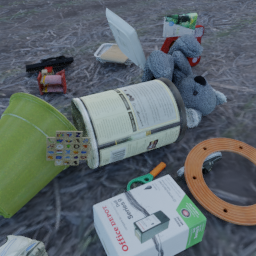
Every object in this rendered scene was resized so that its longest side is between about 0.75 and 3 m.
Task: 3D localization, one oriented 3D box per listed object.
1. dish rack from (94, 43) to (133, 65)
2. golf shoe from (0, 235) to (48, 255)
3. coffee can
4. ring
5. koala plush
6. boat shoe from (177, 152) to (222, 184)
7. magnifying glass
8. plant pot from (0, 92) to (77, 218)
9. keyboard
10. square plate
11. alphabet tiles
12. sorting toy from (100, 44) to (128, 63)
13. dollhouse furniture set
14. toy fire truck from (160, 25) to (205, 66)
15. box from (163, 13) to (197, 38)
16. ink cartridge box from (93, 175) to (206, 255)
[{"bbox_3d":[-0.516,-3.928,14.987,2.265,0.493,1.944,8,40,10],"label":"dish rack"},{"bbox_3d":[-2.825,3.182,5.531,1.241,1.000,2.553,14,28,25],"label":"golf shoe"},{"bbox_3d":[-0.024,-0.204,8.771,2.995,2.192,2.192,-16,41,-19],"label":"coffee can"},{"bbox_3d":[2.959,1.420,7.926,2.783,0.267,2.783,3,49,-4],"label":"ring"},{"bbox_3d":[2.228,-1.517,10.815,2.579,2.673,2.908,-37,71,-30],"label":"koala plush"},{"bbox_3d":[2.234,1.193,8.434,1.640,0.563,0.464,-21,61,-22],"label":"boat shoe"},{"bbox_3d":[0.589,1.503,8.271,0.629,0.177,1.579,28,45,31],"label":"magnifying glass"},{"bbox_3d":[-2.930,0.892,7.492,2.675,2.675,2.540,19,54,23],"label":"plant pot"},{"bbox_3d":[-3.752,-3.107,13.551,2.328,0.240,1.479,-17,-1,-20],"label":"keyboard"},{"bbox_3d":[-0.070,-3.337,10.861,0.301,2.097,2.117,-37,54,-5],"label":"square plate"},{"bbox_3d":[-1.410,0.495,6.581,0.972,1.168,0.037,0,43,-16],"label":"alphabet tiles"},{"bbox_3d":[-0.477,-3.754,14.224,1.405,0.277,1.518,13,44,19],"label":"sorting toy"},{"bbox_3d":[-3.358,-2.358,12.674,1.113,0.841,2.069,-4,38,-5],"label":"dollhouse furniture set"},{"bbox_3d":[2.682,-4.142,14.101,2.264,1.901,1.269,-13,40,-16],"label":"toy fire truck"},{"bbox_3d":[2.154,-4.269,11.668,1.331,0.960,0.242,-7,58,-1],"label":"box"},{"bbox_3d":[0.462,2.271,6.656,2.187,0.919,1.596,-18,41,-22],"label":"ink cartridge box"}]
